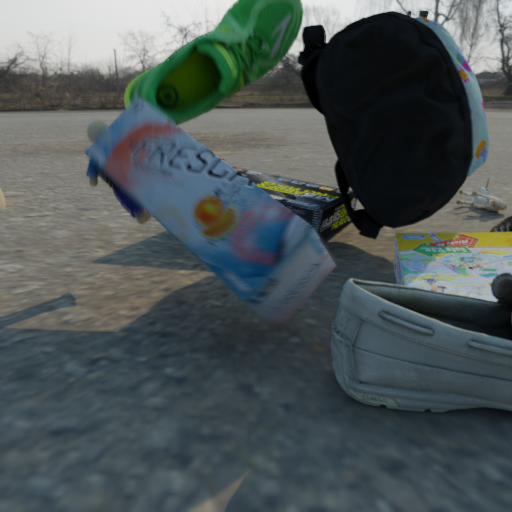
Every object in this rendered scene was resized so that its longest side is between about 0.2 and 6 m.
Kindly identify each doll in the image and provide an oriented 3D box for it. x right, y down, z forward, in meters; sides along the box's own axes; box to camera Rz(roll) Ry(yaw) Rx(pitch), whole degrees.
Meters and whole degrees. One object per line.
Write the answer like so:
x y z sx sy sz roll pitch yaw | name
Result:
-1.718 -1.145 7.324 0.969 1.421 0.344 -40 33 -13 | doll

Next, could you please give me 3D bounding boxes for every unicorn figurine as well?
4.558 -1.142 11.289 0.914 0.492 1.331 6 30 -16 | unicorn figurine

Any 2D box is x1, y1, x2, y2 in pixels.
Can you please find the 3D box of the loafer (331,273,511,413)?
2.126 0.678 4.489 3.009 1.050 1.052 1 18 3 | loafer

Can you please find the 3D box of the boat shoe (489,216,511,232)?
3.549 -0.253 7.543 0.644 0.643 1.780 -25 -15 -2 | boat shoe

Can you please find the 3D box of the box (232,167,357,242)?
0.179 -0.963 9.738 2.703 0.598 2.165 15 18 22 | box

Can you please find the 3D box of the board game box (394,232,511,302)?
3.171 0.325 5.933 3.206 0.549 2.156 0 21 10 | board game box

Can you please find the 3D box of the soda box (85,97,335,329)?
-0.585 -0.555 6.154 2.982 0.948 1.020 40 -4 31 | soda box

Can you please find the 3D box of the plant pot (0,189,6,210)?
-5.786 -1.380 11.167 1.367 0.918 1.367 1 18 0 | plant pot

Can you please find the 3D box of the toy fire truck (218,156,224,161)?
-0.843 -2.192 14.488 0.795 0.531 0.946 19 19 -2 | toy fire truck

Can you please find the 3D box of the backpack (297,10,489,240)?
2.229 -2.182 8.664 2.315 3.052 3.658 -12 14 18 | backpack

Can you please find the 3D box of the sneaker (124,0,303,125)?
-0.414 -2.668 7.773 2.989 1.107 1.249 -40 28 -8 | sneaker
